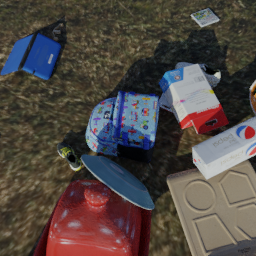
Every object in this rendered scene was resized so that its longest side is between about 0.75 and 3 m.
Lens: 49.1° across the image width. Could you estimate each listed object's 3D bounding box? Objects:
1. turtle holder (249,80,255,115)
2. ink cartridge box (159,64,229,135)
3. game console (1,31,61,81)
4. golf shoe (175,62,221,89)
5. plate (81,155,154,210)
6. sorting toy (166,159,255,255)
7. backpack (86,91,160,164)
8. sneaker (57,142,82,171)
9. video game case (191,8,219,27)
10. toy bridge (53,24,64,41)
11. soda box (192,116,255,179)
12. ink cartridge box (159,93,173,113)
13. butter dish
[{"bbox_3d":[5.097,-1.084,9.100,2.304,1.750,1.636,-31,59,-6],"label":"turtle holder"},{"bbox_3d":[2.158,-0.863,9.289,1.338,0.774,2.303,-18,74,-20],"label":"ink cartridge box"},{"bbox_3d":[-3.758,-2.672,10.946,1.636,1.134,1.917,23,58,-23],"label":"game console"},{"bbox_3d":[2.589,-2.159,10.277,1.730,0.841,0.677,23,65,15],"label":"golf shoe"},{"bbox_3d":[-0.202,1.312,7.456,2.347,2.347,0.300,35,92,18],"label":"plate"},{"bbox_3d":[2.724,2.331,7.919,2.639,0.520,2.851,-13,56,-7],"label":"sorting toy"},{"bbox_3d":[-0.214,-0.134,8.723,2.252,1.515,2.056,9,61,7],"label":"backpack"},{"bbox_3d":[-1.841,0.801,8.762,0.422,0.480,1.134,-38,67,-20],"label":"sneaker"},{"bbox_3d":[3.367,-4.822,12.236,0.924,0.102,0.842,-24,63,-12],"label":"video game case"},{"bbox_3d":[-2.986,-4.031,11.762,0.312,0.126,0.928,7,60,7],"label":"toy bridge"},{"bbox_3d":[3.040,0.520,8.021,2.320,0.790,0.739,-26,47,-7],"label":"soda box"},{"bbox_3d":[1.585,-1.078,9.933,0.729,0.337,1.337,27,64,13],"label":"ink cartridge box"},{"bbox_3d":[-0.750,2.169,6.778,2.725,2.014,2.717,8,36,4],"label":"butter dish"}]
